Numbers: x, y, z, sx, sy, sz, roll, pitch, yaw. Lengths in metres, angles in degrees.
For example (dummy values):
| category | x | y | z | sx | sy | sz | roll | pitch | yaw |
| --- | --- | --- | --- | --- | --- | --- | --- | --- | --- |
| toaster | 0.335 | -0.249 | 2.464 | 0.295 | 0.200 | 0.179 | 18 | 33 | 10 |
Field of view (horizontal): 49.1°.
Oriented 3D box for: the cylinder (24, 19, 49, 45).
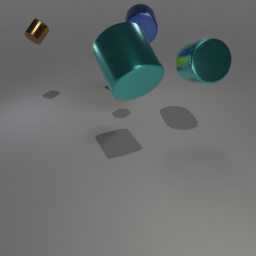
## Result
| category | x | y | z | sx | sy | sz | roll | pitch | yaw |
| --- | --- | --- | --- | --- | --- | --- | --- | --- | --- |
| cylinder | -3.564 | -3.767 | 10.978 | 0.700 | 0.700 | 0.700 | 22 | 77 | 32 |

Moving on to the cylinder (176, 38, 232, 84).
| category | x | y | z | sx | sy | sz | roll | pitch | yaw |
| --- | --- | --- | --- | --- | --- | --- | --- | --- | --- |
| cylinder | 2.498 | -2.214 | 9.429 | 1.400 | 1.400 | 1.400 | -6 | 11 | -9 |

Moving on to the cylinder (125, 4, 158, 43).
| category | x | y | z | sx | sy | sz | roll | pitch | yaw |
| --- | --- | --- | --- | --- | --- | --- | --- | --- | --- |
| cylinder | 0.551 | -4.499 | 12.217 | 1.400 | 1.400 | 1.400 | 0 | 38 | 1 |

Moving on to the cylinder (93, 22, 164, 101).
| category | x | y | z | sx | sy | sz | roll | pitch | yaw |
| --- | --- | --- | --- | --- | --- | --- | --- | --- | --- |
| cylinder | 0.002 | -1.643 | 7.044 | 1.400 | 1.400 | 1.400 | -15 | 66 | -23 |
